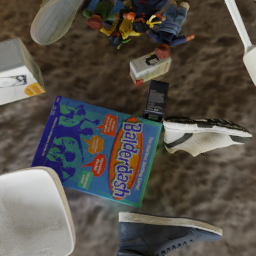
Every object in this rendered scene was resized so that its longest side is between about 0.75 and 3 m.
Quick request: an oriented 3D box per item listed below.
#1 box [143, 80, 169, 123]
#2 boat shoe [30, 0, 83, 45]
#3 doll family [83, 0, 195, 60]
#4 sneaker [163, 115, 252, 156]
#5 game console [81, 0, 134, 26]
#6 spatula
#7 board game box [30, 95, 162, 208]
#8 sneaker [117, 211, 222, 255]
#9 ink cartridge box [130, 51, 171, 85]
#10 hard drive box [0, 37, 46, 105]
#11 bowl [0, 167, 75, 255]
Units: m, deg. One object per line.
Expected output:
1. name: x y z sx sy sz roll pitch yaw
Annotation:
1. box: 0.725 -0.675 7.313 0.505 0.845 0.860 10 76 3
2. boat shoe: -2.032 -3.511 8.137 0.815 0.945 2.626 20 71 30
3. doll family: 0.263 -2.805 7.468 2.993 1.174 1.730 9 62 25
4. sneaker: 1.997 0.249 7.209 2.338 0.862 0.935 5 106 -5
5. game console: -0.437 -3.864 8.129 1.587 1.354 0.939 27 50 6
6. spatula: 2.687 -2.137 5.460 1.585 0.183 2.280 -33 110 -3
7. board game box: -0.767 0.576 7.096 2.838 0.638 2.158 15 76 4
8. sneaker: 0.888 2.863 6.288 2.386 0.907 1.724 2 65 10
9. ink cartridge box: 0.596 -1.663 7.626 1.015 0.740 0.420 -25 75 -7
10. hard drive box: -3.406 -1.248 7.040 2.144 1.671 0.823 -16 77 -3
11. bowl: -2.282 1.923 6.360 2.120 0.793 2.123 -15 97 8
